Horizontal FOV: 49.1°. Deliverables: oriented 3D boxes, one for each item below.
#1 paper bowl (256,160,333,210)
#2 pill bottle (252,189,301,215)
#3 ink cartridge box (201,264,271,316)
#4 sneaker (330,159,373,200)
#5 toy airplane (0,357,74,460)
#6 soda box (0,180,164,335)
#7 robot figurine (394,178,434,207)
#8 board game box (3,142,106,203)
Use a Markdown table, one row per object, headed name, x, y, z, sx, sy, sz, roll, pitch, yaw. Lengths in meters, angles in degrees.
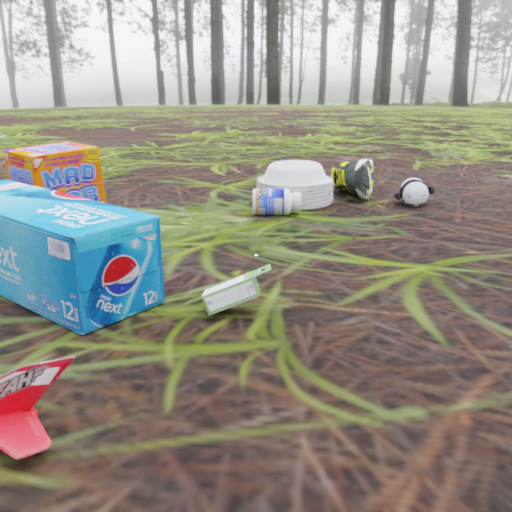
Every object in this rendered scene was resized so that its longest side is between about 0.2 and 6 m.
| name | x | y | z | sx | sy | sz | roll | pitch | yaw |
| --- | --- | --- | --- | --- | --- | --- | --- | --- | --- |
| paper bowl | 0.835 | -1.576 | 12.132 | 1.670 | 0.869 | 1.670 | -1 | 19 | 0 |
| pill bottle | 0.405 | -1.070 | 11.122 | 0.949 | 0.532 | 0.532 | -1 | 18 | 1 |
| ink cartridge box | -0.186 | 0.395 | 6.592 | 0.866 | 0.257 | 0.450 | -22 | 5 | 3 |
| sneaker | 2.164 | -1.751 | 12.913 | 1.006 | 0.885 | 2.378 | -1 | 9 | 16 |
| toy airplane | -2.767 | 1.270 | 4.112 | 2.821 | 0.519 | 2.821 | -2 | 14 | 0 |
| soda box | -2.891 | -0.168 | 7.404 | 3.645 | 1.170 | 1.236 | 15 | 24 | 37 |
| robot figurine | 3.370 | -1.349 | 11.958 | 0.555 | 0.669 | 0.890 | 39 | 18 | -5 |
| board game box | -3.850 | -1.409 | 10.783 | 1.320 | 1.319 | 1.319 | -20 | 26 | -40 |
